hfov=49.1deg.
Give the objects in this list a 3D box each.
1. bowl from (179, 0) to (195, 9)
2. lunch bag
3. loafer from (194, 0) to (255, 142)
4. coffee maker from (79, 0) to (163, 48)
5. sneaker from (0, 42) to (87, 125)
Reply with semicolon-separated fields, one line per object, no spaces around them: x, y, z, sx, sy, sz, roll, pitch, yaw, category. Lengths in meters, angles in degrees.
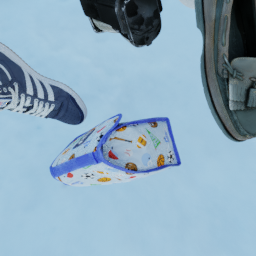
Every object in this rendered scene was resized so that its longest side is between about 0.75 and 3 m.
1.863;-4.330;6.832;0.937;2.508;2.512;0;12;-12;bowl
-0.228;0.393;4.394;1.615;1.373;1.000;-8;79;-45;lunch bag
1.689;-1.155;4.313;0.996;0.872;2.773;-11;89;-27;loafer
-0.233;-2.262;5.034;1.015;1.447;1.507;-53;43;1;coffee maker
-1.480;-0.393;4.062;1.884;0.660;1.022;35;33;-23;sneaker
